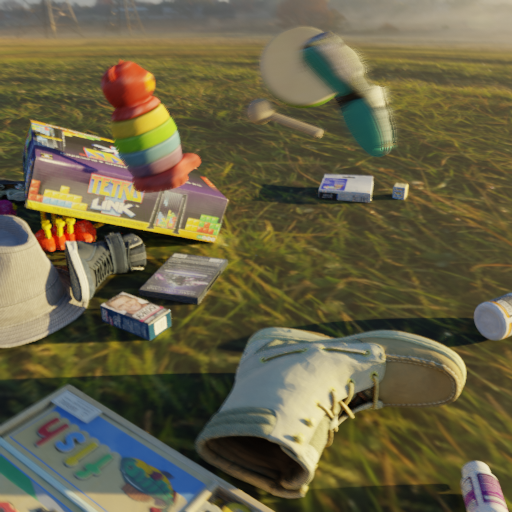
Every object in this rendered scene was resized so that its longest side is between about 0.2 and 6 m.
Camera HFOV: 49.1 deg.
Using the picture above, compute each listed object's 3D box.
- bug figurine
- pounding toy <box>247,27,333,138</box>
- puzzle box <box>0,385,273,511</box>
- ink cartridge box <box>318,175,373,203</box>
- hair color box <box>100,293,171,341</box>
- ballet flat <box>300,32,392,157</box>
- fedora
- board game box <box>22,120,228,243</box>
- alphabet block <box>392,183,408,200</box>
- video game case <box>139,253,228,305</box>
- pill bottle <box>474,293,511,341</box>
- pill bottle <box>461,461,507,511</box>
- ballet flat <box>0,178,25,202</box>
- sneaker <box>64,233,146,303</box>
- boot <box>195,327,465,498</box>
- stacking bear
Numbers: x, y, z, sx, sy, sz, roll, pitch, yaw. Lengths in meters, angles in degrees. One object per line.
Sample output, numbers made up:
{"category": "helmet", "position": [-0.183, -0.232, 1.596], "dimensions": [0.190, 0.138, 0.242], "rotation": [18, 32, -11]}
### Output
{"category": "bug figurine", "position": [-4.689, -0.801, 11.423], "dimensions": [2.867, 0.951, 3.697], "rotation": [-10, 28, -19]}
{"category": "pounding toy", "position": [0.767, -3.104, 10.400], "dimensions": [1.553, 2.012, 0.934], "rotation": [18, -12, 4]}
{"category": "puzzle box", "position": [-1.640, 2.475, 5.256], "dimensions": [3.156, 0.401, 2.099], "rotation": [18, 32, 32]}
{"category": "ink cartridge box", "position": [2.271, -1.709, 14.068], "dimensions": [1.276, 0.303, 1.291], "rotation": [5, 25, 13]}
{"category": "hair color box", "position": [-1.851, 0.917, 8.597], "dimensions": [1.005, 0.304, 0.502], "rotation": [15, 30, 29]}
{"category": "ballet flat", "position": [1.192, -1.951, 6.627], "dimensions": [0.591, 1.643, 0.591], "rotation": [-36, 20, 15]}
{"category": "fedora", "position": [-4.204, 0.189, 8.846], "dimensions": [2.962, 1.337, 2.619], "rotation": [16, 27, 32]}
{"category": "board game box", "position": [-2.812, -1.577, 11.586], "dimensions": [3.689, 1.046, 3.050], "rotation": [10, 19, -28]}
{"category": "alphabet block", "position": [3.537, -1.586, 13.763], "dimensions": [0.311, 0.312, 0.318], "rotation": [13, 28, 22]}
{"category": "video game case", "position": [-1.253, 0.368, 9.927], "dimensions": [1.081, 0.143, 1.513], "rotation": [7, 28, 14]}
{"category": "pill bottle", "position": [3.820, 0.866, 8.381], "dimensions": [1.007, 0.586, 0.586], "rotation": [-13, 29, -26]}
{"category": "pill bottle", "position": [2.236, 2.369, 5.528], "dimensions": [0.364, 0.364, 0.649], "rotation": [3, 26, 7]}
{"category": "ballet flat", "position": [-5.928, -1.519, 13.324], "dimensions": [1.783, 0.651, 0.651], "rotation": [1, 26, -3]}
{"category": "sneaker", "position": [-2.513, 0.150, 9.572], "dimensions": [1.378, 0.725, 1.907], "rotation": [-5, 24, -20]}
{"category": "boot", "position": [0.891, 1.699, 6.215], "dimensions": [2.715, 0.978, 2.099], "rotation": [3, 24, 18]}
{"category": "stacking bear", "position": [-1.634, -1.895, 8.053], "dimensions": [0.997, 1.754, 1.065], "rotation": [-9, 29, 18]}
